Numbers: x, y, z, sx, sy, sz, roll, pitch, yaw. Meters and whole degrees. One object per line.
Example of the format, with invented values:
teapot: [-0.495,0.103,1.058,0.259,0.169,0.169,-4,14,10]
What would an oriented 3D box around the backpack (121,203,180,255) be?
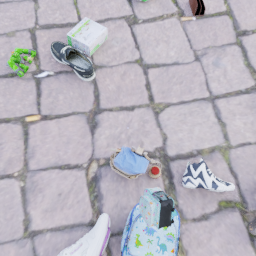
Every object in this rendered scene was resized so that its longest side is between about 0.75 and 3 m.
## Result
backpack: [0.845,3.569,9.546,1.949,1.565,2.130,12,63,1]

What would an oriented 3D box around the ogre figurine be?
ogre figurine: [-4.982,-3.128,12.963,0.934,0.764,1.558,22,82,-10]

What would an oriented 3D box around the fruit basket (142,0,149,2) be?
fruit basket: [0.856,-7.313,14.931,1.248,0.631,1.347,-27,54,-11]

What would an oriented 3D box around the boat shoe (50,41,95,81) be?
boat shoe: [-2.575,-3.308,12.937,2.781,0.839,1.051,36,69,14]

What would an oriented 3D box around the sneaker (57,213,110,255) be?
sneaker: [-1.564,4.182,9.536,1.431,1.075,2.873,23,68,10]

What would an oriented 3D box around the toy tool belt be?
toy tool belt: [0.312,1.319,10.678,2.072,1.273,1.294,19,68,8]

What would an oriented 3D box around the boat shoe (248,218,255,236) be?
boat shoe: [5.365,3.254,10.192,2.201,0.820,0.807,-39,86,-10]

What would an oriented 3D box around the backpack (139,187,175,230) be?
backpack: [0.774,2.243,8.033,0.843,1.100,0.967,-5,109,-12]

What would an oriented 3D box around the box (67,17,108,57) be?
box: [-1.922,-4.383,13.391,1.331,0.730,1.509,30,63,11]

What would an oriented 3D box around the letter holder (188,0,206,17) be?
letter holder: [3.572,-6.425,14.334,0.565,0.799,1.124,-8,66,-4]

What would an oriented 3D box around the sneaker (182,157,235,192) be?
sneaker: [3.107,1.744,10.756,1.938,0.774,1.261,4,75,13]
